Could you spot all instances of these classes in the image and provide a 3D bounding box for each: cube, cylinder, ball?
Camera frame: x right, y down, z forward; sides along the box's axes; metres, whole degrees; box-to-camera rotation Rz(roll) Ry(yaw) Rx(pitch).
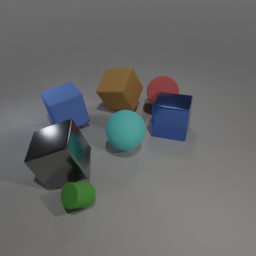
[{"bbox_3d":[-2.098,0.818,8.695,1.400,1.400,1.400,-18,37,11],"label":"cube"},{"bbox_3d":[1.789,-0.499,11.400,1.400,1.400,1.400,9,32,14],"label":"cube"},{"bbox_3d":[-0.353,-1.754,12.764,1.400,1.400,1.400,4,60,31],"label":"cube"},{"bbox_3d":[-2.613,-0.866,11.676,1.400,1.400,1.400,-24,39,-17],"label":"cube"},{"bbox_3d":[1.568,-1.642,12.866,1.400,1.400,1.400,2,6,4],"label":"cylinder"},{"bbox_3d":[-1.379,1.863,7.778,0.700,0.700,0.700,26,8,36],"label":"cylinder"},{"bbox_3d":[-0.084,0.067,9.880,1.400,1.400,1.400,0,31,0],"label":"ball"}]
